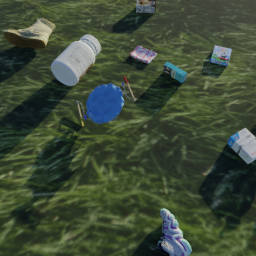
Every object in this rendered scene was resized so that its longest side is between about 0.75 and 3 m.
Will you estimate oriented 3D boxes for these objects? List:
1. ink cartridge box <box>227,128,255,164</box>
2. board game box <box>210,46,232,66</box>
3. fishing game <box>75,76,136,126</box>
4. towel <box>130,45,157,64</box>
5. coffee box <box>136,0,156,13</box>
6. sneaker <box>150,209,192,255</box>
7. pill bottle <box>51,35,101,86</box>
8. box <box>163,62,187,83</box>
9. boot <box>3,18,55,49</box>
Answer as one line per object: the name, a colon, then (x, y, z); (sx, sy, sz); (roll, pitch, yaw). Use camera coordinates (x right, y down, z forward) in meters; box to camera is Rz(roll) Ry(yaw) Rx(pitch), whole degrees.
ink cartridge box: (4.475, 0.678, 10.566); (0.824, 0.476, 1.128); (-26, 59, -17)
board game box: (4.572, -3.560, 13.750); (0.841, 0.203, 1.111); (16, 55, 12)
fishing game: (-0.909, -0.976, 11.408); (2.483, 0.386, 1.778); (-28, 62, 11)
towel: (0.762, -3.638, 13.830); (1.127, 0.169, 0.825); (28, 60, 18)
coffee box: (1.036, -6.963, 16.024); (1.111, 0.443, 0.628); (3, 55, 2)
sneaker: (1.113, 3.341, 8.596); (1.084, 0.603, 1.550); (-22, 57, -16)
pill bottle: (-2.278, -3.141, 12.745); (1.346, 1.346, 2.354); (23, 58, 16)
box: (2.154, -2.564, 12.883); (1.123, 0.462, 0.276); (37, 62, 23)
boot: (-5.018, -4.961, 14.375); (2.216, 0.806, 1.722); (10, 55, 6)
